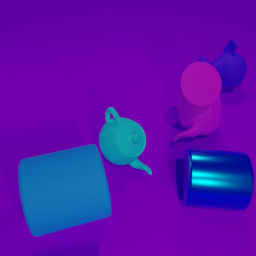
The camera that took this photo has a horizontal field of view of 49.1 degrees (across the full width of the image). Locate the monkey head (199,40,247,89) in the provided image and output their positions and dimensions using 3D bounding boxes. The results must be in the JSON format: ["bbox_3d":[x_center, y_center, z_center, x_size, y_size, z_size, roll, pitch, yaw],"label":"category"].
[{"bbox_3d":[2.640,-1.708,7.778,1.036,1.720,1.237,-32,52,5],"label":"monkey head"}]

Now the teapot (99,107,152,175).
[{"bbox_3d":[-0.031,0.305,5.899,1.021,1.641,0.804,-36,12,-35],"label":"teapot"}]

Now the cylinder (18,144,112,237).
[{"bbox_3d":[-1.091,1.065,4.960,1.330,1.330,1.330,-12,45,-12],"label":"cylinder"}]

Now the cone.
[{"bbox_3d":[1.365,-0.870,6.006,0.891,0.891,0.895,-13,2,-13],"label":"cone"}]

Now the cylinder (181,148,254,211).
[{"bbox_3d":[1.618,0.950,5.269,1.087,1.087,1.087,4,44,4],"label":"cylinder"}]

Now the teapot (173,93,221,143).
[{"bbox_3d":[1.621,-0.404,6.683,0.985,1.251,2.013,2,49,31],"label":"teapot"}]
